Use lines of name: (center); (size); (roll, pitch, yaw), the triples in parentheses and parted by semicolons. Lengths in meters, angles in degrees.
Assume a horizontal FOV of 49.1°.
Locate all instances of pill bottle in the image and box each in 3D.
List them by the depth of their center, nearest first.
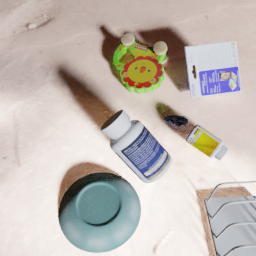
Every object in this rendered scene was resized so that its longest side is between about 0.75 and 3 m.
pill bottle: (0.187, 0.433, 6.907); (1.786, 0.992, 0.992); (48, 59, -16)
pill bottle: (2.194, 0.422, 7.773); (1.082, 0.591, 0.591); (36, 61, 11)

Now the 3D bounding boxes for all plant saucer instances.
plant saucer: (-0.703, 1.933, 6.886); (2.081, 0.401, 2.081); (0, 54, 0)

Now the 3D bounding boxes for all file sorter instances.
file sorter: (2.660, 2.244, 6.144); (1.354, 1.215, 1.951); (-2, 53, -2)

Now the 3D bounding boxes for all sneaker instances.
sneaker: (1.451, -0.206, 8.478); (0.753, 0.278, 0.309); (2, 80, 27)

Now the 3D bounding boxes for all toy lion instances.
toy lion: (0.358, -2.148, 9.660); (2.070, 0.711, 1.984); (23, 72, 22)

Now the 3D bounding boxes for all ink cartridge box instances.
ink cartridge box: (2.730, -1.889, 9.097); (1.709, 0.371, 1.693); (-7, 93, -2)
